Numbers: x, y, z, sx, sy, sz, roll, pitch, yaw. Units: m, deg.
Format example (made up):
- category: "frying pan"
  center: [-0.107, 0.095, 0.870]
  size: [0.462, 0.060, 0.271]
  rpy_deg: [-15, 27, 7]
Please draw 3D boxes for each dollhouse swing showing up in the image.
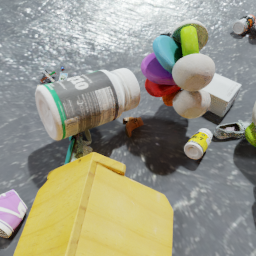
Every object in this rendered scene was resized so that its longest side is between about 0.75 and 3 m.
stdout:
- category: "dollhouse swing"
  center: [-0.720, 2.574, 6.756]
  size: [2.634, 2.548, 2.899]
  rpy_deg: [-26, 39, 35]

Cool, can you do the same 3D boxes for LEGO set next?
- category: "LEGO set"
  center: [-2.845, -1.753, 10.693]
  size: [1.060, 0.348, 1.419]
  rpy_deg: [3, 61, 3]

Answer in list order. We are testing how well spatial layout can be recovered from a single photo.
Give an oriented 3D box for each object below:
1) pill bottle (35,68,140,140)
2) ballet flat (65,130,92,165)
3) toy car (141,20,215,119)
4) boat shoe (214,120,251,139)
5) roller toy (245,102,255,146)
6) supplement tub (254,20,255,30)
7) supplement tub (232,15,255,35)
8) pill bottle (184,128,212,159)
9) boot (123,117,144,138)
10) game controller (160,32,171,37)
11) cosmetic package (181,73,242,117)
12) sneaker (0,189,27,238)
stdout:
- category: "pill bottle"
  center: [-1.096, -0.788, 8.087]
  size: [2.722, 1.540, 1.540]
  rpy_deg: [-22, 52, -28]
- category: "ballet flat"
  center: [-1.478, 0.455, 8.518]
  size: [0.778, 0.756, 2.186]
  rpy_deg: [15, 45, -23]
- category: "toy car"
  center: [1.400, -1.705, 8.320]
  size: [1.999, 2.665, 2.333]
  rpy_deg: [-2, 54, 8]
- category: "boat shoe"
  center: [3.412, 0.021, 8.996]
  size: [1.312, 0.421, 0.484]
  rpy_deg: [-8, 50, -7]
- category: "roller toy"
  center: [4.776, -0.085, 8.127]
  size: [2.306, 1.611, 2.103]
  rpy_deg: [12, 66, 29]
- category: "supplement tub"
  center: [7.272, -5.025, 12.422]
  size: [2.741, 1.809, 1.809]
  rpy_deg: [14, 51, 14]
- category: "supplement tub"
  center: [5.408, -4.833, 13.007]
  size: [1.071, 0.656, 0.656]
  rpy_deg: [-36, 58, -26]
- category: "pill bottle"
  center: [2.144, 0.453, 8.451]
  size: [0.570, 0.570, 0.998]
  rpy_deg: [27, 42, 21]
- category: "boot"
  center: [0.201, -0.047, 9.180]
  size: [0.639, 0.316, 0.823]
  rpy_deg: [-5, 42, -10]
- category: "game controller"
  center: [1.751, -3.825, 12.454]
  size: [0.665, 0.268, 1.274]
  rpy_deg: [-11, 48, 10]
- category: "cosmetic package"
  center: [2.690, -1.436, 10.002]
  size: [2.221, 0.791, 1.126]
  rpy_deg: [31, 56, 23]
- category: "sneaker"
  center: [-3.525, 1.970, 7.241]
  size: [1.914, 0.694, 1.091]
  rpy_deg: [22, 47, 8]
